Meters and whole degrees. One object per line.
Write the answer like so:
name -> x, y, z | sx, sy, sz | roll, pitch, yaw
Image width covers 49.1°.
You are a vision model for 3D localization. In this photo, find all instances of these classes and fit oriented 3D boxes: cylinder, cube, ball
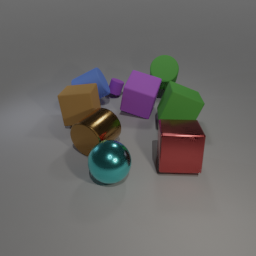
cylinder -> -1.788, -2.005, 13.585 | 1.400, 1.400, 1.400 | -25, 30, 10
cylinder -> 1.834, -2.808, 14.271 | 1.400, 1.400, 1.400 | 4, -6, 6
cube -> -2.041, -1.031, 12.123 | 1.400, 1.400, 1.400 | -4, 25, 7
ball -> -0.585, 1.078, 8.982 | 1.400, 1.400, 1.400 | 0, 32, 0
cube -> 1.750, 0.592, 9.582 | 1.400, 1.400, 1.400 | 1, 22, 2
cylinder -> -0.631, -2.144, 14.562 | 0.700, 0.700, 0.700 | 19, 21, -7
cube -> 0.576, -1.519, 12.707 | 1.400, 1.400, 1.400 | 19, 48, 5
cylinder -> -1.186, 0.142, 10.490 | 1.400, 1.400, 1.400 | 17, 35, 25
cube -> 2.152, -0.922, 11.755 | 1.400, 1.400, 1.400 | 20, 26, -7
